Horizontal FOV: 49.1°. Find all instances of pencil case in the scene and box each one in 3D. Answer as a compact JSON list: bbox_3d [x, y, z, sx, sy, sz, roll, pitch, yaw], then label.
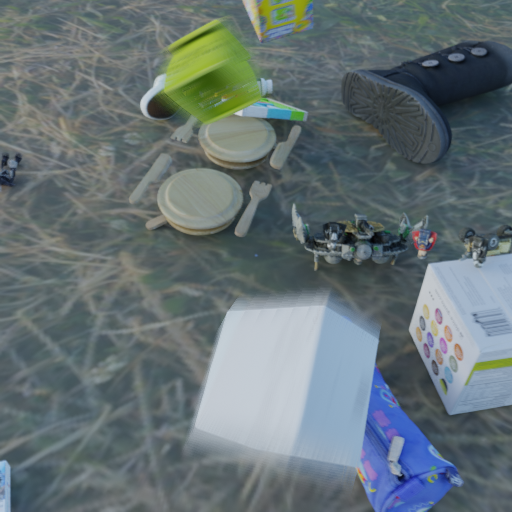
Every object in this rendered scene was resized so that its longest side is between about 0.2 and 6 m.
[{"bbox_3d":[1.289,1.848,6.697,0.993,1.105,2.545,-34,49,3],"label":"pencil case"}]

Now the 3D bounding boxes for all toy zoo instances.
[{"bbox_3d":[-0.122,-3.071,11.489,2.056,0.210,1.349,-6,28,-38],"label":"toy zoo"}]

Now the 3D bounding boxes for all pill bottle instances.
[{"bbox_3d":[0.001,-3.867,12.853,0.712,0.395,0.395,-5,45,-5],"label":"pill bottle"}]

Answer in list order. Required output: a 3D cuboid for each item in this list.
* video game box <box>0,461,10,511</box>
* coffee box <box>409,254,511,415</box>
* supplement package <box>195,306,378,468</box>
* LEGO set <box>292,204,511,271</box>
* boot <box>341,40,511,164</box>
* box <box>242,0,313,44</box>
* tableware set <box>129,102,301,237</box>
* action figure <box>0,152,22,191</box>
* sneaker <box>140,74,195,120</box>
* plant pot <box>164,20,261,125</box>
[{"bbox_3d":[-3.266,2.853,6.309,0.915,0.214,0.834,-12,49,-12],"label":"video game box"},{"bbox_3d":[3.039,0.999,7.280,1.445,1.429,1.443,-7,46,-7],"label":"coffee box"},{"bbox_3d":[0.308,1.234,5.384,1.287,0.946,1.230,-9,57,45],"label":"supplement package"},{"bbox_3d":[1.926,-0.107,8.436,2.284,0.997,3.517,-7,16,-30],"label":"LEGO set"},{"bbox_3d":[4.229,-3.463,11.998,3.781,1.241,3.116,-18,50,-23],"label":"boot"},{"bbox_3d":[0.243,-4.857,9.449,1.000,1.579,1.639,-18,63,-2],"label":"box"},{"bbox_3d":[-0.683,-1.509,10.353,2.183,0.662,3.302,17,51,10],"label":"tableware set"},{"bbox_3d":[-4.786,-1.645,10.605,0.557,0.478,0.937,7,43,-8],"label":"action figure"},{"bbox_3d":[-2.071,-3.543,12.391,0.827,0.711,1.953,16,37,22],"label":"sneaker"},{"bbox_3d":[-0.680,-2.833,8.568,1.103,1.098,1.001,-18,65,28],"label":"plant pot"}]
